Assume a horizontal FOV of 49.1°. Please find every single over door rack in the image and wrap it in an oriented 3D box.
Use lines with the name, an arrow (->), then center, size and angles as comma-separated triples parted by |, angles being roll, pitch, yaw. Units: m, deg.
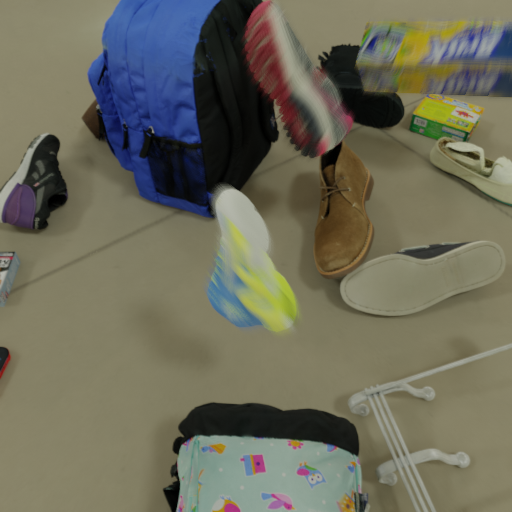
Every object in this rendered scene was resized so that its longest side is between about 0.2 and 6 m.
over door rack -> 3.356, 2.621, 8.039 | 3.405, 1.134, 2.515 | -25, 49, 6

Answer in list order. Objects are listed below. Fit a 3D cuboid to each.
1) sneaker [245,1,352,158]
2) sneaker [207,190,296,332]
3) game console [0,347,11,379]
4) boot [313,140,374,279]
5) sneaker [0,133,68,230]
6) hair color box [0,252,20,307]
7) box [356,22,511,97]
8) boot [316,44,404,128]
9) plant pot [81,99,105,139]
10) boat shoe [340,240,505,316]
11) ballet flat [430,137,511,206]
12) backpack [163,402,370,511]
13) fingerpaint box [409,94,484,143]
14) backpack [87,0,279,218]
sneaker -> 0.711, -3.120, 9.857 | 1.018, 2.725, 1.099 | -33, 15, -24
sneaker -> -0.283, 0.180, 6.818 | 1.035, 1.970, 0.746 | -14, 26, 21
game console -> -4.819, 2.023, 9.420 | 1.057, 0.186, 1.195 | 6, 48, 5
boot -> 1.570, -1.020, 11.153 | 1.292, 1.324, 3.509 | -16, 37, 26
sneaker -> -4.644, -1.573, 12.360 | 1.181, 1.021, 2.697 | 17, 49, -8
hair color box -> -5.002, 0.436, 10.751 | 0.562, 0.344, 1.135 | 0, 48, -1
box -> 3.639, -3.868, 11.022 | 3.075, 1.077, 0.989 | 9, 75, 23
boot -> 2.799, -4.602, 14.899 | 2.889, 1.069, 2.367 | 18, 50, 20
plant pot -> -3.624, -3.535, 13.924 | 1.306, 1.221, 1.221 | -36, 55, -8
boat shoe -> 3.049, 0.376, 10.651 | 3.131, 1.137, 0.982 | -13, 6, -4
ballet flat -> 5.129, -1.955, 12.587 | 2.611, 0.907, 0.907 | 32, 55, 25
backpack -> 0.080, 3.548, 6.729 | 2.806, 2.128, 3.362 | 3, 50, 0
fingerpaint box -> 4.802, -3.450, 14.154 | 1.464, 0.537, 1.221 | 25, 53, 20
backpack -> -1.584, -3.471, 11.637 | 3.583, 4.270, 3.469 | 15, 51, 13
